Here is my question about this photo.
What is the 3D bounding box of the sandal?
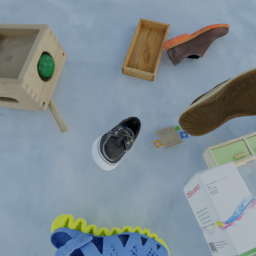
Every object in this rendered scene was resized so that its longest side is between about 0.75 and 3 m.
[{"bbox_3d":[-0.481,2.665,5.830,2.678,1.064,1.166,4,26,9],"label":"sandal"}]

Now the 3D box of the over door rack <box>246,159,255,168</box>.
[{"bbox_3d":[3.596,1.496,6.678,1.807,0.602,1.335,7,65,-20],"label":"over door rack"}]

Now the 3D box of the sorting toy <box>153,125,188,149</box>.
[{"bbox_3d":[1.085,0.260,7.451,1.092,0.149,0.615,-18,62,-27],"label":"sorting toy"}]

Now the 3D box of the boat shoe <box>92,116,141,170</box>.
[{"bbox_3d":[-0.140,0.243,6.626,0.706,2.132,0.745,-42,90,26],"label":"boat shoe"}]

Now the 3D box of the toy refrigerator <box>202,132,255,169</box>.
[{"bbox_3d":[2.834,0.605,7.171,1.644,0.575,0.624,-16,67,-8],"label":"toy refrigerator"}]

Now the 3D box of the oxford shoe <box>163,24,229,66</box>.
[{"bbox_3d":[2.185,-2.567,8.610,2.298,0.818,0.833,-23,97,-13],"label":"oxford shoe"}]

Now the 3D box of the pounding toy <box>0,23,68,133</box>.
[{"bbox_3d":[-2.739,-1.355,7.625,2.461,1.750,2.266,7,66,16],"label":"pounding toy"}]

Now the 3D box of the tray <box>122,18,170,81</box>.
[{"bbox_3d":[0.575,-2.446,8.652,0.993,0.373,2.013,15,68,6],"label":"tray"}]

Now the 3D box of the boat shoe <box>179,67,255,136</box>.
[{"bbox_3d":[2.499,-0.773,6.422,1.051,2.913,1.048,48,41,-12],"label":"boat shoe"}]

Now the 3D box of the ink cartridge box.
[{"bbox_3d":[2.140,1.985,6.020,0.892,1.538,2.123,-19,67,-9],"label":"ink cartridge box"}]
